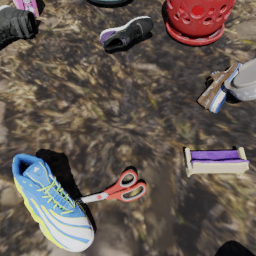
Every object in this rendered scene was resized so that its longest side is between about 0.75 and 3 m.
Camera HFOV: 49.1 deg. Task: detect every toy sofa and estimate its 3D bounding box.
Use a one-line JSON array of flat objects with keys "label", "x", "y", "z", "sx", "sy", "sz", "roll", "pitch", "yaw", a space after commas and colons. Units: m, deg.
[{"label": "toy sofa", "x": 2.033, "y": 0.742, "z": 6.502, "sx": 1.368, "sy": 0.667, "sz": 0.566, "roll": -1, "pitch": 54, "yaw": 0}]

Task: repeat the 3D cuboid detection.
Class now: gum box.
[{"label": "gum box", "x": -3.950, "y": -4.954, "z": 10.368, "sx": 0.635, "sy": 1.091, "sz": 1.922, "roll": -24, "pitch": 57, "yaw": -16}]

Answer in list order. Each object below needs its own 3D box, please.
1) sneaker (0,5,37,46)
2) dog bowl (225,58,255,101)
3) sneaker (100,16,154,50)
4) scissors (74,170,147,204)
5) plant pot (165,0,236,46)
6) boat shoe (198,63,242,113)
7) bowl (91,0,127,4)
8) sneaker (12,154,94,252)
[{"label": "sneaker", "x": -3.982, "y": -3.159, "z": 9.131, "sx": 1.350, "sy": 0.963, "sz": 2.723, "roll": 9, "pitch": 50, "yaw": 13}, {"label": "dog bowl", "x": 3.227, "y": -1.253, "z": 6.976, "sx": 1.531, "sy": 0.449, "sz": 1.531, "roll": -31, "pitch": 20, "yaw": 13}, {"label": "sneaker", "x": 0.018, "y": -2.868, "z": 8.809, "sx": 1.768, "sy": 0.670, "sz": 0.774, "roll": -19, "pitch": 45, "yaw": 8}, {"label": "scissors", "x": -0.502, "y": 1.547, "z": 6.184, "sx": 1.862, "sy": 0.681, "sz": 0.130, "roll": -27, "pitch": 13, "yaw": 2}, {"label": "plant pot", "x": 2.256, "y": -4.004, "z": 9.092, "sx": 2.240, "sy": 2.040, "sz": 2.240, "roll": 0, "pitch": 54, "yaw": -1}, {"label": "boat shoe", "x": 2.625, "y": -1.285, "z": 7.958, "sx": 0.697, "sy": 0.695, "sz": 1.925, "roll": 28, "pitch": 59, "yaw": 21}, {"label": "bowl", "x": -0.751, "y": -5.721, "z": 10.505, "sx": 2.931, "sy": 1.533, "sz": 2.931, "roll": 1, "pitch": 45, "yaw": -1}, {"label": "sneaker", "x": -1.646, "y": 1.416, "z": 5.633, "sx": 2.407, "sy": 1.264, "sz": 0.911, "roll": 37, "pitch": 62, "yaw": 24}]
